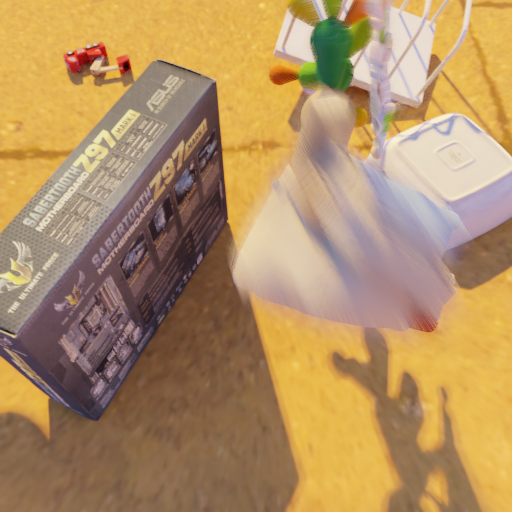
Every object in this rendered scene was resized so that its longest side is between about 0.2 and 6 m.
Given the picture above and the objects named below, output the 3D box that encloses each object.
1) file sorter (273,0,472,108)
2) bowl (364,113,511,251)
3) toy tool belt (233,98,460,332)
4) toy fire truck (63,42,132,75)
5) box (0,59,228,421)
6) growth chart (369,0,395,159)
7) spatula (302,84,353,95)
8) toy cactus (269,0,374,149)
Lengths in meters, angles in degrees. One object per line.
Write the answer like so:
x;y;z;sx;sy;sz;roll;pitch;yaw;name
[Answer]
2.063;-4.339;9.842;2.850;1.775;1.978;18;67;-5;file sorter
3.117;-1.386;9.143;2.210;0.826;2.213;-25;61;-15;bowl
1.202;-0.249;5.444;1.816;2.909;1.788;18;93;43;toy tool belt
-3.079;-3.757;10.854;1.132;0.276;0.798;-24;62;-14;toy fire truck
-1.668;-0.106;7.115;0.963;2.976;3.774;23;63;13;box
1.386;-2.225;6.074;0.203;2.286;1.655;6;43;16;growth chart
1.811;-3.212;10.577;1.964;0.202;0.555;0;61;0;spatula
0.776;-2.013;6.547;1.380;2.699;2.227;10;57;2;toy cactus
